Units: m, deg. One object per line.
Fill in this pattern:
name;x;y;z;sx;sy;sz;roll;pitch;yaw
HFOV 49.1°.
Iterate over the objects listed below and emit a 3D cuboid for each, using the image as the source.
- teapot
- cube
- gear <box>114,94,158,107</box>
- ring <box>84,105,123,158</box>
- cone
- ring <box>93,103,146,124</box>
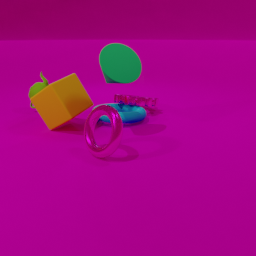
teapot;-2.904;-1.190;9.187;0.634;1.296;0.806;30;21;4
cube;-1.793;-0.717;7.673;1.022;1.022;1.022;-23;13;38
gear;0.269;-0.932;9.387;1.463;0.271;1.463;5;8;-1
ring;-0.549;0.068;6.017;0.230;1.149;1.149;8;8;-46
cone;-0.371;-1.392;7.168;1.086;1.086;1.090;-10;-14;-26
ring;-0.267;-0.465;8.574;1.666;0.333;1.666;2;15;-1
